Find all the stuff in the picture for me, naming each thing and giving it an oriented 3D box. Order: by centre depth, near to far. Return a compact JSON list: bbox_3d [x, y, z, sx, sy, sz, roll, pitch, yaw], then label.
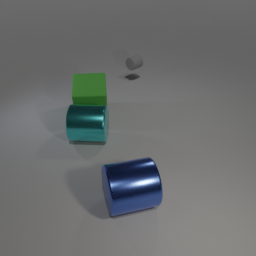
[{"bbox_3d":[0.072,1.611,7.829,1.400,1.400,1.400,-9,34,-14],"label":"cylinder"},{"bbox_3d":[-1.496,-0.186,10.607,1.400,1.400,1.400,2,33,3],"label":"cylinder"},{"bbox_3d":[-1.635,-1.402,12.163,1.400,1.400,1.400,-3,53,-5],"label":"cube"},{"bbox_3d":[0.351,-3.552,15.209,0.700,0.700,0.700,27,42,35],"label":"cylinder"}]
